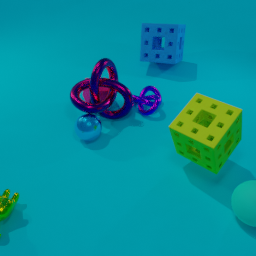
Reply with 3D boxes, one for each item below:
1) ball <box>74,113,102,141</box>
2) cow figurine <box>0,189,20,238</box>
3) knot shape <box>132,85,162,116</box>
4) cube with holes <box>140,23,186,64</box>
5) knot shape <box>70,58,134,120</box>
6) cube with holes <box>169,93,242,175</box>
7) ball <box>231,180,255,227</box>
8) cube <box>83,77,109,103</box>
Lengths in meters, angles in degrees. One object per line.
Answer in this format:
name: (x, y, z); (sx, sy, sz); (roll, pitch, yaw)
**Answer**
ball: (-1.107, -0.024, 7.804); (0.773, 0.773, 0.773); (0, 41, 0)
cow figurine: (-2.713, 1.837, 5.923); (0.500, 0.897, 0.912); (24, 5, -6)
knot shape: (0.506, -0.902, 8.953); (1.099, 0.543, 1.175); (8, 41, 10)
cube with holes: (1.326, -3.217, 10.554); (1.336, 1.336, 1.336); (9, 22, 20)
knot shape: (-0.692, -1.174, 8.134); (1.822, 1.705, 0.842); (11, -4, -24)
cube with holes: (1.811, 0.120, 6.452); (1.127, 1.127, 1.127); (28, 68, 35)
ball: (2.656, 1.571, 5.847); (0.936, 0.936, 0.936); (0, 41, 0)
cube: (-0.984, -1.118, 8.927); (0.704, 0.704, 0.704); (-7, 49, -25)
